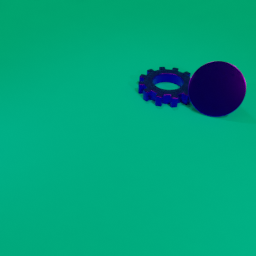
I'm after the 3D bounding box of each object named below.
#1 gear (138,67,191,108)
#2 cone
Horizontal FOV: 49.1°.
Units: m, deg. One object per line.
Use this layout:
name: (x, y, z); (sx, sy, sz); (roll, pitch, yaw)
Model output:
gear: (1.273, -1.360, 9.015); (1.876, 0.347, 1.876); (0, 41, 0)
cone: (2.720, -1.243, 8.577); (1.569, 1.569, 1.574); (14, 16, 15)
